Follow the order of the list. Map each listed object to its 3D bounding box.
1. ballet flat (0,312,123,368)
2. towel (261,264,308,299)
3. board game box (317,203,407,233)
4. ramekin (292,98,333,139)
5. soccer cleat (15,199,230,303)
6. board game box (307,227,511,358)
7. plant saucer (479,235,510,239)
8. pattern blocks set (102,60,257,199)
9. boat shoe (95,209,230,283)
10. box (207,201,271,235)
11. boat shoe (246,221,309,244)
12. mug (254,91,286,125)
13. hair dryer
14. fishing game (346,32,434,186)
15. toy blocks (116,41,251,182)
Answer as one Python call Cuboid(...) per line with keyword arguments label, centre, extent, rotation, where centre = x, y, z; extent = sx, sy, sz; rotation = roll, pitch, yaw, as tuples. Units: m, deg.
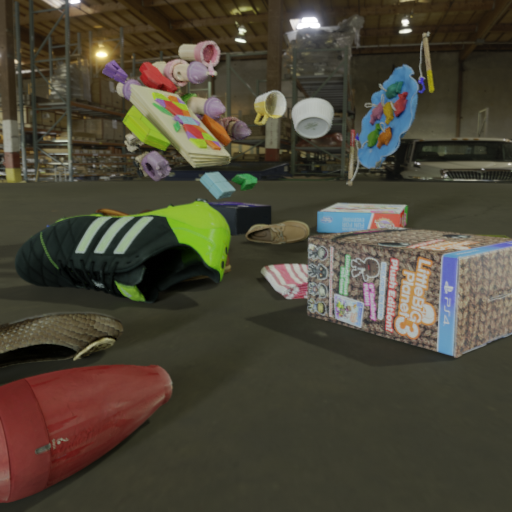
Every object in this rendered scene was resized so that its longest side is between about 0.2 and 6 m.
Cuboid(label="ballet flat", centre=(-2.337, 0.910, 5.120), extent=(2.339, 0.542, 0.788), rotation=(-2, -30, -36))
Cuboid(label="towel", centre=(1.264, 0.310, 8.928), extent=(2.185, 0.327, 1.599), rotation=(-2, 9, -12))
Cuboid(label="board game box", centre=(3.137, -1.099, 16.179), extent=(2.222, 0.586, 2.904), rotation=(3, 10, 19))
Cuboid(label="ramekin", centre=(1.243, -2.981, 12.312), extent=(0.942, 0.439, 0.942), rotation=(2, -27, 1))
Cuboid(label="soccer cleat", centre=(-2.039, 0.068, 8.116), extent=(3.395, 1.146, 1.376), rotation=(-11, 48, 11))
Cuboid(label="board game box", centre=(1.964, 0.300, 6.842), extent=(1.715, 1.042, 2.151), rotation=(-8, 12, -39))
Cuboid(label="plant saucer", centre=(5.537, -0.354, 13.146), extent=(0.732, 0.176, 0.733), rotation=(2, 10, 11))
Cuboid(label="pattern blocks set", centre=(-1.443, -2.542, 10.912), extent=(3.603, 0.292, 3.167), rotation=(44, 25, 0))
Cuboid(label="boat shoe", centre=(-1.830, -0.219, 9.580), extent=(3.335, 1.126, 1.200), rotation=(8, 13, 40))
Cuboid(label="box", centre=(-0.737, -1.082, 15.683), extent=(1.962, 0.774, 1.385), rotation=(10, 17, 43))
Cuboid(label="boat shoe", centre=(0.500, -0.494, 13.146), extent=(1.497, 0.533, 0.483), rotation=(-5, 15, 21))
Cuboid(label="mug", centre=(0.221, -3.523, 13.221), extent=(0.775, 0.621, 0.636), rotation=(-36, 28, -23))
Cuboid(label="hair dryer", centre=(-1.807, 1.029, 3.805), extent=(2.501, 0.680, 1.905), rotation=(-2, 9, -16))
Cuboid(label="fishing game", centre=(2.949, -3.264, 13.206), extent=(0.557, 2.568, 3.586), rotation=(16, -29, -15))
Cuboid(label="toy blocks", centre=(-1.471, -3.234, 12.832), extent=(2.700, 2.523, 2.273), rotation=(-39, 40, -26))
